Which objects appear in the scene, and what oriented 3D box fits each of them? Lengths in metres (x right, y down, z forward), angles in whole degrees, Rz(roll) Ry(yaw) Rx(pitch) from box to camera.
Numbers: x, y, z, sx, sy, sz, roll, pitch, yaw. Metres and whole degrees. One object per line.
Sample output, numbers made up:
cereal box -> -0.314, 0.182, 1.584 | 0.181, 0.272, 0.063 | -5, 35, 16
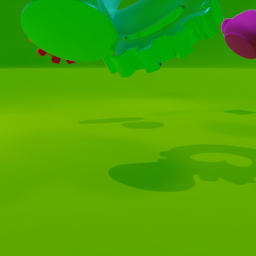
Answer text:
teapot -> 2.845, -2.138, 6.304 | 1.832, 0.897, 1.139 | 39, 1, 42
ring -> 0.258, -2.414, 4.791 | 2.071, 2.071, 0.414 | 14, -20, 45
gear -> -1.977, -2.899, 8.395 | 1.916, 1.916, 0.354 | -6, 15, -23
gear -> 0.520, -1.656, 4.825 | 2.090, 0.387, 2.090 | -23, 32, 15
cone -> -0.775, -2.017, 4.325 | 1.399, 1.404, 1.399 | 5, -20, 2
